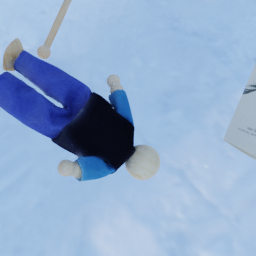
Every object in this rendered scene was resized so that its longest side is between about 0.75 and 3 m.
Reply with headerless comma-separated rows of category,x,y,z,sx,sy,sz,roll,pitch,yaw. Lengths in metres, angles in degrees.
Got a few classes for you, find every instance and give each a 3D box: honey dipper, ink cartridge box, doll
honey dipper,-1.520,-2.869,6.640,0.518,0.518,2.729,20,79,10
ink cartridge box,2.786,-0.482,4.336,1.697,0.961,2.315,18,99,-18
doll,-0.511,-0.127,3.325,2.242,0.543,1.530,36,55,-9
